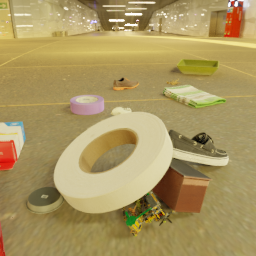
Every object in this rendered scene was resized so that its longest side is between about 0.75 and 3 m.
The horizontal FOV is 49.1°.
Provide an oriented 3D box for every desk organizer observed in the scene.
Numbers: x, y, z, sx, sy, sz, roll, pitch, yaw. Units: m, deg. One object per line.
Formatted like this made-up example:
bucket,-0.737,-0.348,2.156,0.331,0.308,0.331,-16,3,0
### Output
desk organizer,0.936,1.137,6.550,0.728,0.781,2.030,10,9,-25

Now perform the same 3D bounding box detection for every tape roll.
tape roll,-1.762,-1.021,12.126,1.438,0.472,1.438,0,24,0
tape roll,-0.377,0.667,6.596,2.891,0.528,2.891,-20,31,13

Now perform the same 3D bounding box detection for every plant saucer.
plant saucer,4.876,-4.202,19.417,2.711,0.649,2.707,7,24,16

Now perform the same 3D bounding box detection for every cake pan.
cake pan,-1.873,1.602,6.328,0.836,0.153,0.836,0,23,0

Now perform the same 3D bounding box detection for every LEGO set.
LEGO set,0.323,1.696,5.749,0.935,0.704,1.216,-37,29,-9

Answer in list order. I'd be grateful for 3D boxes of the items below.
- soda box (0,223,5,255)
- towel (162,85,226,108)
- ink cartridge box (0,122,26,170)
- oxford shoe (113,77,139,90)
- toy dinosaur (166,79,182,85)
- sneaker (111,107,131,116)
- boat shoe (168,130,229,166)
soda box,-3.031,1.611,5.434,0.906,0.820,2.587,-13,27,-25
towel,3.165,-1.614,13.632,1.934,0.398,2.592,-13,26,-26
ink cartridge box,-3.816,0.498,8.268,1.146,0.664,1.973,-4,24,-9
oxford shoe,-0.070,-2.496,15.452,1.626,0.593,0.580,-16,28,-34
toy dinosaur,2.780,-2.647,16.332,1.077,0.313,0.544,8,39,36
sneaker,-0.210,-0.561,10.682,0.957,0.360,0.388,-2,49,-37
boat shoe,1.878,0.472,7.416,2.291,0.759,0.801,12,9,-28
